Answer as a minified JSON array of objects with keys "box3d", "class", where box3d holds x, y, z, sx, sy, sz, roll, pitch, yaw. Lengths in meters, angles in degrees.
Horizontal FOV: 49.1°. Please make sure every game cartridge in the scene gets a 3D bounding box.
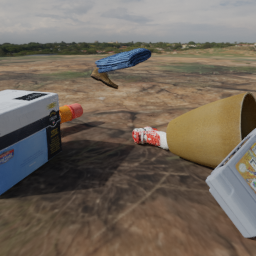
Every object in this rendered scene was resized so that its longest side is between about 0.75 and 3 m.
[{"box3d":[2.573,1.032,5.563,2.186,0.454,1.455,-32,79,-38],"class":"game cartridge"}]

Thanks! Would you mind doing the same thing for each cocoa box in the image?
[{"box3d":[-3.279,0.198,7.339,1.889,1.859,2.833,6,20,18],"class":"cocoa box"}]

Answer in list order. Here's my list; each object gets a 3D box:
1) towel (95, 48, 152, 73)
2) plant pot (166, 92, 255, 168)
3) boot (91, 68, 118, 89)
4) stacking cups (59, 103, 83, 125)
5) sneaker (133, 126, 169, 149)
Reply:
[{"box3d":[-0.196,-2.315,9.510,1.088,0.473,1.948,-32,22,-34],"class":"towel"},{"box3d":[2.259,0.195,7.649,2.221,2.069,2.069,-4,12,39],"class":"plant pot"},{"box3d":[-0.873,-2.007,11.413,1.239,0.467,0.456,29,-11,-14],"class":"boot"},{"box3d":[-2.906,-0.362,10.270,0.831,0.831,2.747,15,25,37],"class":"stacking cups"},{"box3d":[0.722,0.358,8.948,0.890,0.555,1.661,-8,17,-19],"class":"sneaker"}]
